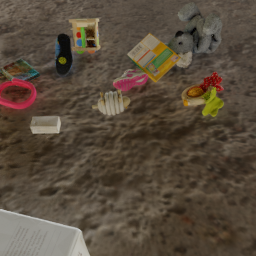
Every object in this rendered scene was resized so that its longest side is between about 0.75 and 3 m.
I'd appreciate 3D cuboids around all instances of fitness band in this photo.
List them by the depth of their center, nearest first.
[{"bbox_3d":[-4.931,-1.524,12.307,1.892,0.354,1.358,16,60,13],"label":"fitness band"}]

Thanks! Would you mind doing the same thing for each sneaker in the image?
[{"bbox_3d":[0.031,-2.261,12.893,1.724,0.701,0.760,-19,50,-27],"label":"sneaker"},{"bbox_3d":[-3.229,-3.468,13.951,0.807,0.960,2.450,3,65,-19],"label":"sneaker"}]

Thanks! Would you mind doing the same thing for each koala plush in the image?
[{"bbox_3d":[2.988,-4.212,13.884,2.664,2.448,2.362,-39,53,-4],"label":"koala plush"}]

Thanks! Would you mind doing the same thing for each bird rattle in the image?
[{"bbox_3d":[3.197,-1.575,12.034,1.776,1.227,2.179,-6,44,18],"label":"bird rattle"}]

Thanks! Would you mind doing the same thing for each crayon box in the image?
[{"bbox_3d":[1.274,-3.265,13.320,1.540,0.632,2.449,-43,56,4],"label":"crayon box"}]

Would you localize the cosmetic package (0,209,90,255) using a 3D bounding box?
[{"bbox_3d":[-2.672,3.601,6.659,2.833,2.371,2.357,11,50,9],"label":"cosmetic package"}]

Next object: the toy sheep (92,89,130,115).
[{"bbox_3d":[-0.698,-1.021,11.529,1.590,1.097,1.097,-5,49,2],"label":"toy sheep"}]

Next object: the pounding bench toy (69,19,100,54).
[{"bbox_3d":[-2.147,-4.489,13.788,1.314,1.650,2.115,0,21,1],"label":"pounding bench toy"}]

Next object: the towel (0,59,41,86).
[{"bbox_3d":[-5.266,-2.727,13.571,1.298,0.192,1.769,-36,58,-28],"label":"towel"}]

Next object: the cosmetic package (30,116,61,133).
[{"bbox_3d":[-3.270,-0.126,11.146,1.064,0.452,0.573,1,48,0],"label":"cosmetic package"}]
